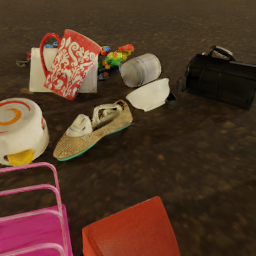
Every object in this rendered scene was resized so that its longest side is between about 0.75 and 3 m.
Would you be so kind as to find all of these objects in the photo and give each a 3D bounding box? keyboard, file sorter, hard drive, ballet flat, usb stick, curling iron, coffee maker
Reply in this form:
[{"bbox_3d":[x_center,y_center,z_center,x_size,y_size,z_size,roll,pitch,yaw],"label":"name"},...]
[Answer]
[{"bbox_3d":[-1.280,-2.709,13.034,2.035,0.261,1.222,-28,50,-36],"label":"keyboard"},{"bbox_3d":[-1.962,2.100,4.868,1.838,1.659,2.645,-9,36,-14],"label":"file sorter"},{"bbox_3d":[-2.574,-2.321,11.328,2.650,1.748,0.348,2,-3,3],"label":"hard drive"},{"bbox_3d":[-1.080,-0.094,8.578,1.054,0.976,2.989,16,36,39],"label":"ballet flat"},{"bbox_3d":[1.526,-1.348,11.047,0.462,0.272,1.668,-12,36,-5],"label":"usb stick"},{"bbox_3d":[-5.191,-3.756,14.458,0.612,0.315,2.469,-2,35,-1],"label":"curling iron"},{"bbox_3d":[3.549,-1.618,10.439,2.646,1.782,2.541,20,59,29],"label":"coffee maker"}]

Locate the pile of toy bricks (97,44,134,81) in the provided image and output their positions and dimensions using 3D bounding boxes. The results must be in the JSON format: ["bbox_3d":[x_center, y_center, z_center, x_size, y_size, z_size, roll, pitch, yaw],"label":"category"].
[{"bbox_3d":[-0.711,-2.928,11.984,2.564,1.423,1.266,-11,-6,-32],"label":"pile of toy bricks"}]

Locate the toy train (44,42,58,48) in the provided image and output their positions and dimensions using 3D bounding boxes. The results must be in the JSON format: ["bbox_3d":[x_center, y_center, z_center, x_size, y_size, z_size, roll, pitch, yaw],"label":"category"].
[{"bbox_3d":[-3.336,-3.839,14.151,1.992,0.864,1.138,-28,50,-34],"label":"toy train"}]

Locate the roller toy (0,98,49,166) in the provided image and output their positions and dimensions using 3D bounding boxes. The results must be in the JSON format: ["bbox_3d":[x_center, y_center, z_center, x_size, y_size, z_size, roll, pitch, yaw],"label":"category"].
[{"bbox_3d":[-3.172,0.135,7.979,1.890,1.321,1.724,18,50,21],"label":"roller toy"}]

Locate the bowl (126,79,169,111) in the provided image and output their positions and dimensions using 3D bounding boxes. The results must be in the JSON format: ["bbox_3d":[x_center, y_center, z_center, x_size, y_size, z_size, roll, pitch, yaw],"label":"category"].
[{"bbox_3d":[0.816,-1.076,9.942,1.642,0.738,1.642,-23,-4,-1],"label":"bowl"}]

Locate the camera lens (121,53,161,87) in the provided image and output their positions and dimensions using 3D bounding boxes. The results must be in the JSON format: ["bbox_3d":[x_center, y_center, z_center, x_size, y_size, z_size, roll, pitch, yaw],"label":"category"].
[{"bbox_3d":[0.576,-2.431,11.812,1.449,1.159,1.159,-28,44,-33],"label":"camera lens"}]

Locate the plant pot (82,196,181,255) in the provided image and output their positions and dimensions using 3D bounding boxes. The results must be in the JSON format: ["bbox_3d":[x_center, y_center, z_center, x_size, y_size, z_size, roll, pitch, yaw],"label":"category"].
[{"bbox_3d":[0.147,2.324,4.863,1.471,1.472,1.297,-17,49,-23],"label":"plant pot"}]

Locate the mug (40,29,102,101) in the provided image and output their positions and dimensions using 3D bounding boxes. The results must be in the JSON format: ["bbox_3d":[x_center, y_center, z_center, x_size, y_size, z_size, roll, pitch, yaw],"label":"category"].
[{"bbox_3d":[-2.321,-2.378,10.556,1.987,2.238,1.493,26,2,21],"label":"mug"}]
